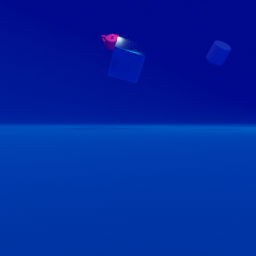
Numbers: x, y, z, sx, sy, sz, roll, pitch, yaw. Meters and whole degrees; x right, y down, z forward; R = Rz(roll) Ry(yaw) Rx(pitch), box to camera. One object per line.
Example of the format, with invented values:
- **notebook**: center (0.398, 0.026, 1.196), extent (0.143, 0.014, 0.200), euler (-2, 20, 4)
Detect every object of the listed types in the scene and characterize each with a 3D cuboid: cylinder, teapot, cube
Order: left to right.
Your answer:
- **teapot**: center (-0.659, -3.983, 12.920), extent (1.327, 0.825, 0.650), euler (23, -36, 17)
- **cube**: center (-0.026, -2.255, 9.297), extent (1.011, 1.011, 1.011), euler (15, 36, -5)
- **cylinder**: center (3.578, -2.964, 11.076), extent (0.713, 0.713, 0.713), euler (13, 41, -12)
